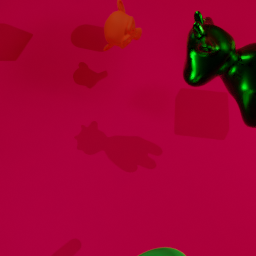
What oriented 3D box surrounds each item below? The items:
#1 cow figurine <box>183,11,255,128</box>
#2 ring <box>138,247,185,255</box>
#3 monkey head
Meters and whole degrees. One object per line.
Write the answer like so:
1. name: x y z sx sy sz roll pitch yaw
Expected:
1. cow figurine: 1.566 -0.812 3.498 1.681 1.654 0.923 -15 35 27
2. ring: 0.089 1.755 2.826 1.351 1.351 0.270 -37 93 -14
3. monkey head: -0.114 -2.099 5.993 0.665 1.103 0.793 32 28 22
